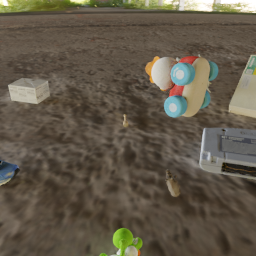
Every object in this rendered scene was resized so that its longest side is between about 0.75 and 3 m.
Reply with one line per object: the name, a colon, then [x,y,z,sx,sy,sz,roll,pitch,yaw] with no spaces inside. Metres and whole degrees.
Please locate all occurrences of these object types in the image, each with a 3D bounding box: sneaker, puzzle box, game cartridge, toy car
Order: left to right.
sneaker: [-3.165,0.806,6.147,1.616,0.720,0.635,6,28,11]
toy car: [0.654,-0.687,4.121,0.962,0.851,0.886,26,28,34]
game cartridge: [3.112,0.605,6.817,2.581,0.536,1.719,8,24,15]
puzzle box: [4.829,-1.434,9.588,1.898,0.363,2.852,16,56,29]

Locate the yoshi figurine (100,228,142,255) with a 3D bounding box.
yoshi figurine: [-0.201,1.917,4.230,0.582,0.580,1.036,11,26,34]

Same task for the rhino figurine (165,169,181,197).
rhino figurine: [0.892,1.098,5.635,0.228,0.763,0.334,-13,40,18]

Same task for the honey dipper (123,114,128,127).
honey dipper: [-0.083,-0.260,8.804,0.149,0.149,0.785,-1,26,-2]

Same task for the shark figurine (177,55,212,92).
shark figurine: [2.329,-1.599,10.283,1.282,1.835,3.072,-36,13,10]

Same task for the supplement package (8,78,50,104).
supplement package: [-3.656,-1.396,10.434,1.124,0.623,0.875,9,30,14]
